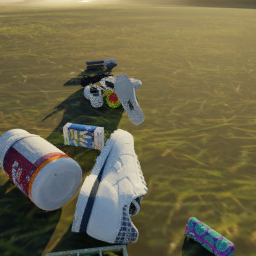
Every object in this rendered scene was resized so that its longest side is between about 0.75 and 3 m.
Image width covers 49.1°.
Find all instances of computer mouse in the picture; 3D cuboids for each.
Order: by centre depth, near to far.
[{"bbox_3d":[-0.585,-1.705,11.157,1.521,0.608,2.773,-16,26,-36],"label":"computer mouse"}]

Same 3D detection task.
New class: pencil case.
[{"bbox_3d":[1.360,1.882,4.724,0.388,0.357,0.839,-6,24,-44],"label":"pencil case"}]

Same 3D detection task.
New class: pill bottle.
[{"bbox_3d":[-1.982,0.784,5.969,2.008,1.100,1.100,25,37,38],"label":"pill bottle"}]

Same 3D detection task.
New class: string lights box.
[{"bbox_3d":[-1.190,0.219,7.591,1.059,0.544,0.312,7,29,13],"label":"string lights box"}]

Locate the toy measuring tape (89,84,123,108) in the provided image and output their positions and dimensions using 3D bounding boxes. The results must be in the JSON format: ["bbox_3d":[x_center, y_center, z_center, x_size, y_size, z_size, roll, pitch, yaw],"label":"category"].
[{"bbox_3d":[-0.754,-1.086,9.868,1.543,0.567,0.567,22,33,10],"label":"toy measuring tape"}]

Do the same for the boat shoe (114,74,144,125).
[{"bbox_3d":[0.023,-0.790,8.061,0.543,1.536,0.489,-21,0,3],"label":"boat shoe"}]

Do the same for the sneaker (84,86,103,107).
[{"bbox_3d":[-1.263,-1.345,10.433,0.604,0.585,1.653,-11,30,-19],"label":"sneaker"}]

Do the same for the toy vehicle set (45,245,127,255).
[{"bbox_3d":[-0.518,2.521,3.631,1.283,0.274,2.064,-4,29,-8],"label":"toy vehicle set"}]

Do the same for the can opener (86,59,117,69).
[{"bbox_3d":[-1.313,-3.176,14.011,1.527,0.407,0.511,-10,29,-15],"label":"can opener"}]

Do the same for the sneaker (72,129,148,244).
[{"bbox_3d":[-0.164,1.071,5.731,1.157,1.099,2.876,14,35,4],"label":"sneaker"}]
